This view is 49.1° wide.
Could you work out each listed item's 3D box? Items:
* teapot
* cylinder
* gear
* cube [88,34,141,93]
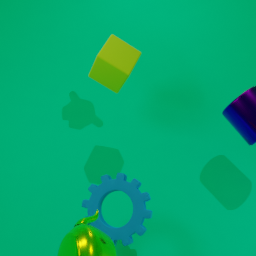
[{"bbox_3d":[-0.436,1.480,3.206,0.613,0.778,1.252,17,39,-30],"label":"teapot"},{"bbox_3d":[2.658,-0.256,5.919,0.931,0.931,0.931,-31,73,-17],"label":"cylinder"},{"bbox_3d":[-0.208,1.488,5.157,1.278,0.236,1.278,-4,73,13],"label":"gear"},{"bbox_3d":[-0.271,-1.290,5.701,0.708,0.708,0.708,30,58,-8],"label":"cube"}]
